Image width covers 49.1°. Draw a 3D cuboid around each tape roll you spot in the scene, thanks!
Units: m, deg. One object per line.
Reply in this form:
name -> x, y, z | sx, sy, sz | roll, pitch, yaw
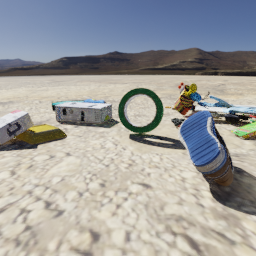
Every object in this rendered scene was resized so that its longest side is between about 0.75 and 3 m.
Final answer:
tape roll -> 0.455, -0.608, 9.914 | 1.600, 1.600, 0.385 | 3, 0, 13

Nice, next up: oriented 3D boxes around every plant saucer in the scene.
plant saucer -> -2.999, 0.145, 9.604 | 1.339, 0.324, 1.339 | 13, 20, 43

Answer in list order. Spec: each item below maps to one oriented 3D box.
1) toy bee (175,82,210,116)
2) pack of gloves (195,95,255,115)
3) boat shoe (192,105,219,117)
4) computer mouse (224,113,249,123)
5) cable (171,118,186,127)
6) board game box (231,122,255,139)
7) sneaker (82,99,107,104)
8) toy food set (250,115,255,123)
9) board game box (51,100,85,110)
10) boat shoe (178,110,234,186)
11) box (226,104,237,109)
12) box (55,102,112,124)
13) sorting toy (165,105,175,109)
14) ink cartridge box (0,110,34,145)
toy bee -> 2.913, -1.563, 14.079 | 1.423, 1.713, 2.617 | 44, 22, 11
pack of gloves -> 4.607, -1.105, 12.788 | 2.929, 0.578, 2.461 | 5, 12, 14
boat shoe -> 3.596, -0.813, 13.164 | 1.398, 0.496, 0.504 | 13, 19, 42
computer mouse -> 4.484, -0.396, 11.840 | 0.881, 0.335, 1.272 | 24, 21, 37
cable -> 2.032, -0.172, 11.312 | 0.700, 0.363, 1.441 | -22, 7, -15
board game box -> 4.360, 0.031, 9.723 | 1.397, 0.209, 0.667 | -16, 17, -7
sneaker -> -1.737, -1.071, 13.982 | 0.788, 0.662, 2.010 | -12, 16, -32
toy food set -> 5.762, -0.252, 10.861 | 2.018, 0.491, 1.997 | -5, 14, -18
board game box -> -3.101, -1.296, 15.556 | 2.207, 0.311, 1.493 | -4, 14, -16
boat shoe -> 1.872, 0.454, 6.772 | 0.953, 0.955, 2.639 | -32, 19, 21
box -> 5.772, -0.994, 14.365 | 1.203, 0.297, 0.960 | 9, 14, 32
box -> -1.935, -0.707, 12.368 | 2.210, 0.664, 1.289 | 4, 14, 17
sorting toy -> 2.827, -1.171, 15.221 | 1.645, 0.224, 0.926 | 3, 14, 12
ink cartridge box -> -3.913, -0.059, 9.219 | 0.906, 0.528, 1.252 | 13, 39, 44
